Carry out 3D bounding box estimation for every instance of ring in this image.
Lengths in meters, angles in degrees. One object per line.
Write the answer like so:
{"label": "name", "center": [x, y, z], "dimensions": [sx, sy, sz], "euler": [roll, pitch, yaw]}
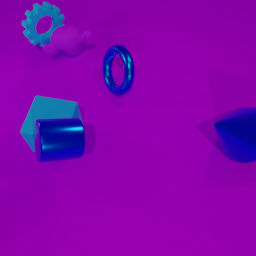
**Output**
{"label": "ring", "center": [-0.296, -1.657, 8.065], "dimensions": [0.289, 1.445, 1.445], "euler": [-11, 58, -34]}

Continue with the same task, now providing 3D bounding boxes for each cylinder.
{"label": "cylinder", "center": [-1.473, 0.244, 5.972], "dimensions": [0.904, 0.904, 0.904], "euler": [-3, 58, -26]}

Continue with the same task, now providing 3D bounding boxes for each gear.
{"label": "gear", "center": [-2.575, -3.163, 8.615], "dimensions": [1.306, 1.306, 0.242], "euler": [-36, 61, -18]}

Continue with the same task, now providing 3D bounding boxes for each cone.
{"label": "cone", "center": [2.445, 0.039, 6.698], "dimensions": [1.468, 1.463, 1.463], "euler": [14, 51, -41]}

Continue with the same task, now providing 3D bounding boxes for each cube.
{"label": "cube", "center": [-1.912, -0.008, 7.273], "dimensions": [1.114, 1.114, 1.114], "euler": [10, 61, 5]}

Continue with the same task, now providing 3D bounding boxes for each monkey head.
{"label": "monkey head", "center": [-1.834, -2.625, 8.641], "dimensions": [1.514, 1.089, 0.912], "euler": [-19, 41, -1]}
